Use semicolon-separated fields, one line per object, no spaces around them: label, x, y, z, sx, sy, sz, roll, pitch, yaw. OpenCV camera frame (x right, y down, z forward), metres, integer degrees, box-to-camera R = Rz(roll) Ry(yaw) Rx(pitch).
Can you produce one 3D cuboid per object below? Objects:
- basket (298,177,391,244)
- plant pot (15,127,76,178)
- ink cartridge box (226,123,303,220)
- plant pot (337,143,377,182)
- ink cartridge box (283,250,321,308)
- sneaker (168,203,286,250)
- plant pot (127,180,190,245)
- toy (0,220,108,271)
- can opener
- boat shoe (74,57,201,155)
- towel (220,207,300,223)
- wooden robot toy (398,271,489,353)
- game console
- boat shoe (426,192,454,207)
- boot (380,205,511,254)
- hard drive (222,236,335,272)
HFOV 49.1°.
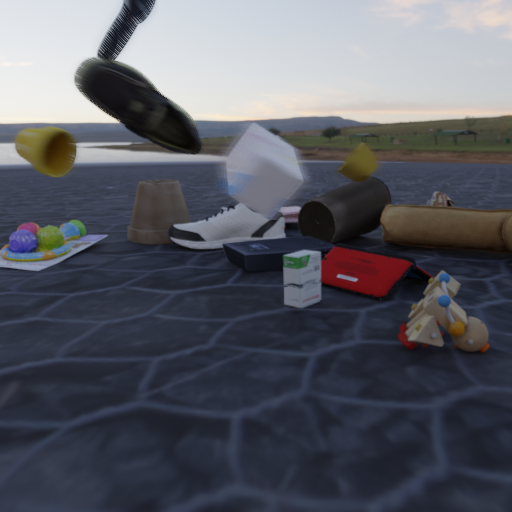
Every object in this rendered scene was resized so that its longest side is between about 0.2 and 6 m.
basket;1.945;-0.955;12.841;1.880;1.279;1.695;-22;-16;-44
plant pot;-4.462;-2.244;11.728;0.947;1.007;1.007;20;20;25
ink cartridge box;0.066;-1.069;6.820;0.636;0.653;1.015;28;28;-25
plant pot;2.127;-1.848;11.476;0.563;0.576;0.559;-50;1;-21
ink cartridge box;0.682;0.335;8.249;0.315;0.758;0.556;7;13;41
sneaker;-0.625;-0.681;12.263;2.609;1.044;0.962;-2;14;0
plant pot;-2.272;-1.072;13.220;1.586;1.376;1.586;0;14;0
toy;-4.448;-0.354;11.613;1.599;0.656;2.777;2;13;12
can opener;-1.626;-2.992;7.138;0.393;1.240;0.488;16;-15;37
boat shoe;-1.997;-2.681;10.240;2.701;0.989;0.875;20;20;-46
towel;0.249;-1.140;15.394;2.280;0.385;2.387;-2;8;-11
wooden robot toy;2.282;0.855;6.612;0.876;0.851;1.931;39;21;8
game console;1.941;0.398;9.365;1.590;0.944;1.371;13;49;47
boat shoe;5.508;-1.441;16.634;0.683;0.720;1.902;10;24;24
boot;4.259;-0.488;11.306;3.534;1.169;3.095;7;1;24
hard drive;0.452;-0.057;10.800;1.949;0.412;1.315;-5;14;-23
